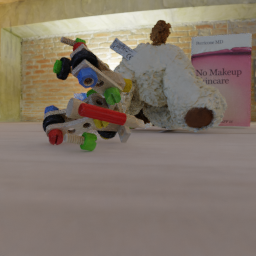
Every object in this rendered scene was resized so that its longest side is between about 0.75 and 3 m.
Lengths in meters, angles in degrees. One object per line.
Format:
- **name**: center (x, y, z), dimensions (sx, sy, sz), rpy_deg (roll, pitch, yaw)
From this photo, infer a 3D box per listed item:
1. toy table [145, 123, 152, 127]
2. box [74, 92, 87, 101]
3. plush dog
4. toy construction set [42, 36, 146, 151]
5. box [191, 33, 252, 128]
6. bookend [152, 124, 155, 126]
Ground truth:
- **toy table**: center (0.285, -0.426, 9.408), dimensions (1.370, 0.802, 1.259), rpy_deg (0, 1, -34)
- **box**: center (-1.117, -0.837, 12.240), dimensions (2.382, 1.453, 0.568), rpy_deg (0, 6, 6)
- **plush dog**: center (0.776, -0.732, 6.040), dimensions (2.674, 2.146, 2.297), rpy_deg (2, -23, 22)
- **toy construction set**: center (-0.182, -0.178, 2.509), dimensions (0.891, 0.968, 1.160), rpy_deg (13, 16, -29)
- **box**: center (2.864, -1.384, 8.816), dimensions (1.744, 2.728, 1.486), rpy_deg (0, 2, 15)
- **bookend**: center (1.368, -0.339, 11.361), dimensions (1.134, 0.522, 1.127), rpy_deg (0, 2, 5)
